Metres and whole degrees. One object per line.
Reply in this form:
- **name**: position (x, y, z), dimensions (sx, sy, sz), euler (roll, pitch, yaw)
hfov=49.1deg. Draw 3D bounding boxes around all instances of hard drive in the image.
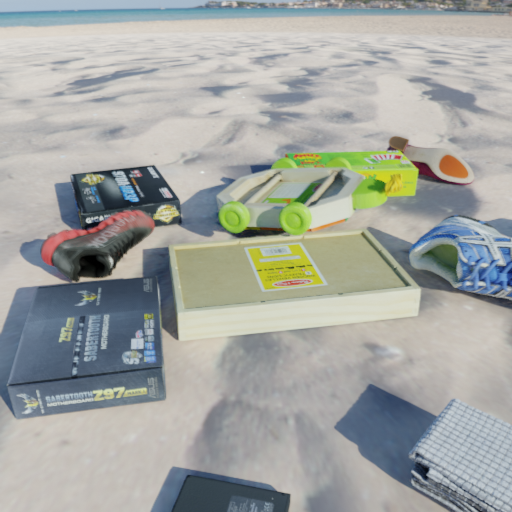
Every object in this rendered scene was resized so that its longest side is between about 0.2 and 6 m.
- **hard drive**: position (-0.275, 2.571, 5.471), dimensions (1.113, 0.183, 0.777), euler (6, 28, 12)

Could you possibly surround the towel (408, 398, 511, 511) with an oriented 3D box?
- **towel**: position (2.350, 2.218, 5.786), dimensions (1.308, 0.560, 1.083), euler (22, 36, 33)

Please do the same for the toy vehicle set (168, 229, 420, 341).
- **toy vehicle set**: position (0.476, 0.363, 9.337), dimensions (3.742, 0.496, 2.325), euler (-5, 27, -9)

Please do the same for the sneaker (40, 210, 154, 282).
- **sneaker**: position (-2.625, -0.147, 9.972), dimensions (2.154, 0.761, 1.052), euler (-25, 55, -37)

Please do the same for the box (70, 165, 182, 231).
- **box**: position (-2.945, -1.278, 12.411), dimensions (2.031, 0.588, 2.555), euler (-10, 29, -18)

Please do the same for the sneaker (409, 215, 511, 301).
- **sneaker**: position (3.931, 0.269, 8.956), dimensions (1.260, 1.239, 3.272), euler (-21, 24, -30)

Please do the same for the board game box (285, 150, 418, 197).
- **board game box**: position (2.246, -2.000, 13.688), dimensions (2.943, 0.701, 1.495), euler (-2, 28, -4)

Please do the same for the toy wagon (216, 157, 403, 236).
- **toy wagon**: position (1.045, -1.188, 11.071), dimensions (3.623, 0.717, 2.811), euler (4, 29, 26)

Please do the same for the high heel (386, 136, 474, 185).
- **high heel**: position (4.511, -2.356, 14.601), dimensions (2.381, 1.145, 0.803), euler (34, 84, 20)

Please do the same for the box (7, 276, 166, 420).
- **box**: position (-2.230, 1.141, 7.760), dimensions (1.847, 0.597, 2.342), euler (-6, 28, -8)
